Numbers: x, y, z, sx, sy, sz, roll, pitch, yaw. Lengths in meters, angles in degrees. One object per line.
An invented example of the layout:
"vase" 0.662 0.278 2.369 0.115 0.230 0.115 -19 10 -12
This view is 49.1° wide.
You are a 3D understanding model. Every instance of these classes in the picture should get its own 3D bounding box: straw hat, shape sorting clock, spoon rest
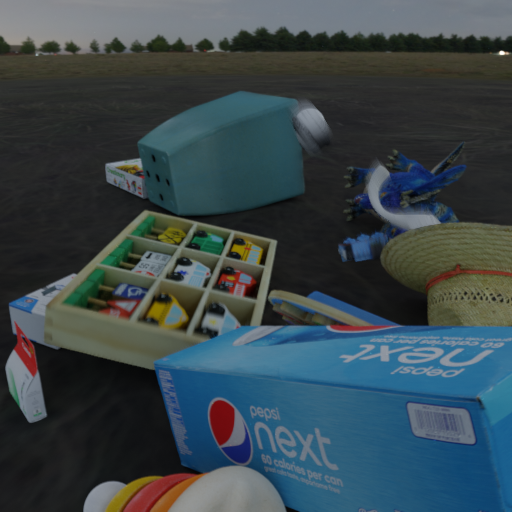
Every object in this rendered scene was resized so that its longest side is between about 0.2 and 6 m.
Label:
"straw hat" 2.892 0.640 7.337 2.665 2.665 1.128 7 66 16
"shape sorting clock" 1.218 0.993 5.961 2.443 0.479 2.443 22 -10 4
"spoon rest" 2.486 -0.583 9.027 0.986 0.601 1.984 17 32 -56

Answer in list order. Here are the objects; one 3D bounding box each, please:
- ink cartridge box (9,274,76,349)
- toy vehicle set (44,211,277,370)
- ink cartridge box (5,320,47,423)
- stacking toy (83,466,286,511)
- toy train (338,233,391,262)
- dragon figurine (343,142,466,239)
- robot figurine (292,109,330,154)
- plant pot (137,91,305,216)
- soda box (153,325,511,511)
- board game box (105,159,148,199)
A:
"ink cartridge box" -2.706 0.760 7.972 0.886 0.519 1.209 12 25 26
"toy vehicle set" -1.055 0.372 8.163 2.434 0.519 3.917 12 22 1
"ink cartridge box" -2.604 1.276 6.217 0.229 0.913 0.735 -18 28 -33
"stacking toy" -0.745 2.149 4.280 1.789 1.307 1.307 -5 13 44
"toy train" 1.807 -0.127 9.305 0.893 0.387 0.510 -11 15 13
"dragon figurine" 3.486 -1.283 11.717 4.810 1.415 2.391 -16 27 -32
"robot figurine" 1.022 -2.317 10.446 0.677 0.901 0.562 -5 61 13
"plant pot" -0.891 -2.271 13.182 3.284 2.320 2.321 -25 32 -31
"soda box" 0.589 1.235 4.453 1.181 1.117 3.482 -18 6 -38
"board game box" -2.107 -2.307 15.242 3.309 0.573 2.089 -17 27 -36
